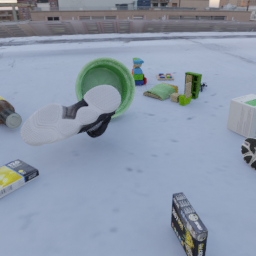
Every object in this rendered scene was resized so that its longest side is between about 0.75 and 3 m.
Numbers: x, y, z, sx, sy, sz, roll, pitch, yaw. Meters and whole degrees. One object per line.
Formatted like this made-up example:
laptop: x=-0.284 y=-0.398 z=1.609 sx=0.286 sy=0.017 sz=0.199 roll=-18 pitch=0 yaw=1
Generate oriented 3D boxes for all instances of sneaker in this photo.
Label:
sneaker: x=-1.445 y=-0.094 z=7.728 sx=2.735 sy=1.556 sz=1.032 roll=-26 pitch=71 yaw=-14
sneaker: x=3.774 y=0.837 z=6.981 sx=1.908 sy=0.769 sz=0.796 roll=29 pitch=22 yaw=31

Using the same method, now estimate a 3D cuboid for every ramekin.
ramekin: x=-0.868 y=-1.375 z=9.786 sx=2.055 sy=2.055 sz=1.004 roll=-9 pitch=9 yaw=-17

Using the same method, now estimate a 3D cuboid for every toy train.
toy train: x=0.395 y=-2.972 z=13.975 sx=0.877 sy=1.198 sz=2.071 roll=-2 pitch=26 yaw=-5

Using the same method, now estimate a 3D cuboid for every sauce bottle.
sauce bottle: x=-4.419 y=-0.616 z=9.607 sx=0.821 sy=0.821 sz=2.537 roll=-20 pitch=33 yaw=-36

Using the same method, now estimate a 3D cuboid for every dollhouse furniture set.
dollhouse furniture set: x=1.812 y=-1.809 z=11.768 sx=2.072 sy=1.040 sz=1.358 roll=21 pitch=33 yaw=36

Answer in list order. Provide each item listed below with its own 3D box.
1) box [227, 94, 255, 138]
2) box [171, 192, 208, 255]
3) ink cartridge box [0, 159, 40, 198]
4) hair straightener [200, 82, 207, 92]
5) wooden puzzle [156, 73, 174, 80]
box: x=3.877 y=-0.399 z=8.854 sx=1.056 sy=1.062 sz=0.910 roll=-15 pitch=28 yaw=-27
box: x=1.033 y=1.720 z=4.841 sx=0.238 sy=0.781 sz=0.969 roll=-7 pitch=28 yaw=-13
ink cartridge box: x=-2.929 y=1.126 z=6.668 sx=1.148 sy=0.270 sz=1.134 roll=20 pitch=32 yaw=31
hair straightener: x=3.451 y=-1.917 z=12.996 sx=0.461 sy=0.245 sz=1.197 roll=8 pitch=23 yaw=14
wooden puzzle: x=1.926 y=-2.697 z=14.544 sx=0.848 sy=0.212 sz=0.916 roll=-1 pitch=26 yaw=0
